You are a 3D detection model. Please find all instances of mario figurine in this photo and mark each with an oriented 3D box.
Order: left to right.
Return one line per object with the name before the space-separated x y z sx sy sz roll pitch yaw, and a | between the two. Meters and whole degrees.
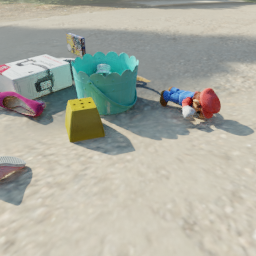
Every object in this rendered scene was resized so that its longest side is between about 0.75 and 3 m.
mario figurine | 2.398 -0.848 10.748 2.446 1.297 1.510 20 72 46

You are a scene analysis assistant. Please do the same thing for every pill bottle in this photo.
pill bottle | -1.036 -2.032 11.830 0.676 1.195 0.676 0 -4 0

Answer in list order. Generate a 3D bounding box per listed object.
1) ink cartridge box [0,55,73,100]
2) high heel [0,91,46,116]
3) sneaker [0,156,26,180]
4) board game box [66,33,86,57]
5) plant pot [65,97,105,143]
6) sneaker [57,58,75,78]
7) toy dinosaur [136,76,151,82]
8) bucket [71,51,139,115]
ink cartridge box | -4.204 -2.288 12.509 2.014 1.156 2.773 27 41 36
high heel | -4.297 -0.858 10.668 2.173 0.732 1.042 14 22 -2
sneaker | -3.488 1.173 7.703 0.494 0.686 1.312 28 13 32
board game box | -3.161 -5.062 17.011 0.283 1.109 1.637 -26 41 -34
plant pot | -1.513 -0.362 9.534 1.213 1.070 1.213 -9 34 -16
sneaker | -2.993 -3.213 14.169 2.636 0.985 1.081 13 34 20
toy dinosaur | -0.008 -2.401 13.278 2.810 0.849 1.493 4 50 22
bucket | -0.863 -1.836 11.234 2.724 1.772 2.724 0 33 0
